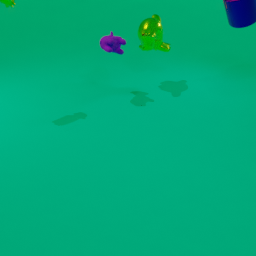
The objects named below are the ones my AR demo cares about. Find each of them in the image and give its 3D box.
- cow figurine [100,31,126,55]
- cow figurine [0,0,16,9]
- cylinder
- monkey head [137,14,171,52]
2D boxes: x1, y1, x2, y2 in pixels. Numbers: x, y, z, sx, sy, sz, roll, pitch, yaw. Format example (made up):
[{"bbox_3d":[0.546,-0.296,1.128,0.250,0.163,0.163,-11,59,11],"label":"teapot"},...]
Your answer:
[{"bbox_3d":[-0.590,-2.952,9.705,1.188,0.652,1.169,-9,34,-44],"label":"cow figurine"},{"bbox_3d":[-3.702,-3.609,7.604,1.089,1.072,0.598,-50,23,-26],"label":"cow figurine"},{"bbox_3d":[3.251,-3.517,7.976,0.932,0.932,0.932,-18,48,21],"label":"cylinder"},{"bbox_3d":[1.045,-3.512,10.615,1.389,1.163,1.930,15,45,3],"label":"monkey head"}]
